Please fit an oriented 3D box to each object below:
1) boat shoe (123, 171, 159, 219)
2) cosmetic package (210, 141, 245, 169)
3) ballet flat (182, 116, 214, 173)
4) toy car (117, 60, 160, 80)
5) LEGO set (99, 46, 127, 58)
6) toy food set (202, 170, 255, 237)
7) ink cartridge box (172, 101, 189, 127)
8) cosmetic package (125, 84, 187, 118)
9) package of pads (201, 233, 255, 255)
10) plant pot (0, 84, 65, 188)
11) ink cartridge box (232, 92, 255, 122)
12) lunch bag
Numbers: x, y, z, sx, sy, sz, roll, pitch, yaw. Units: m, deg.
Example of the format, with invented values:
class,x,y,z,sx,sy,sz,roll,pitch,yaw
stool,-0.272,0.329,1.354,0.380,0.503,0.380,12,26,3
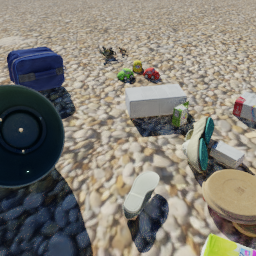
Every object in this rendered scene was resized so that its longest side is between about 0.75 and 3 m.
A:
class,x,y,z,sx,sy,sz,roll,pitch,yaw
boat shoe,0.363,1.876,7.963,0.625,0.530,1.717,24,38,17
cosmetic package,3.383,0.901,9.548,0.556,0.400,0.986,-25,43,-32
ballet flat,2.381,0.570,9.750,0.989,0.989,2.847,13,35,18
toy car,0.379,-3.125,15.330,2.107,0.499,2.239,-20,39,-26
LEGO set,-1.034,-4.769,17.880,2.023,0.573,1.314,-2,34,-27
toy food set,3.136,1.939,7.935,2.049,0.498,2.028,23,41,30
ink cartridge box,2.284,-0.601,11.432,0.997,0.737,0.377,-27,43,-34
cosmetic package,1.172,-1.193,12.171,2.445,0.871,1.240,-5,35,-7
package of pads,2.120,3.247,5.927,1.362,0.601,1.763,15,37,21
plant pot,-3.493,0.160,8.859,2.951,2.951,1.977,-8,7,-11
ink cartridge box,5.435,-0.830,11.835,1.583,0.656,1.154,26,42,33
lunch bag,-4.352,-2.822,13.734,2.659,1.807,1.759,-20,40,-29
